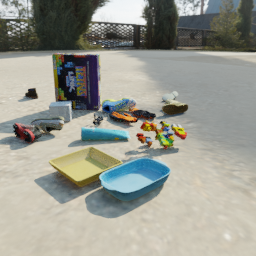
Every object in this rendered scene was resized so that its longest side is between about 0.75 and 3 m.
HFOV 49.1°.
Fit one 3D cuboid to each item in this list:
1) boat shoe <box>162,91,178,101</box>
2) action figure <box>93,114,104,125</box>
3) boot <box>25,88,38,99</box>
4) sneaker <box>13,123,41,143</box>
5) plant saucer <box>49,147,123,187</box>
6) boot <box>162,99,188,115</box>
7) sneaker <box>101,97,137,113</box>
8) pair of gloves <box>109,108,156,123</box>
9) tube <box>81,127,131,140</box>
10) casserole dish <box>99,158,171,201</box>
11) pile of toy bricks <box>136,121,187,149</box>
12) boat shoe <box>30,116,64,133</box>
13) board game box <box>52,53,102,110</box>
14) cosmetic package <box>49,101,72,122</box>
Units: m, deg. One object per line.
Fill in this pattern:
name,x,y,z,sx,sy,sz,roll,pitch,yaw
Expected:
boat shoe,2.310,-1.708,15.687,1.244,0.453,0.384,-26,-12,-38
action figure,-1.254,-0.393,11.874,0.466,0.400,0.784,6,23,1
boot,-5.593,-2.088,16.200,1.246,0.604,0.465,17,26,38
sneaker,-3.693,0.122,10.305,1.419,0.501,0.693,20,29,39
plant saucer,-1.186,1.094,7.838,1.532,0.371,1.532,-18,27,-40
boot,2.024,-1.058,13.503,1.427,0.519,1.109,-9,22,-26
sneaker,-0.468,-0.996,13.372,1.714,0.649,0.900,-3,31,12
pair of gloves,0.209,-0.555,12.571,1.917,0.237,1.708,-12,22,-37
tube,-0.819,0.215,10.243,1.787,0.450,0.692,2,28,-9
casserole dish,0.206,1.313,7.216,2.009,0.390,1.217,-18,27,-38
pile of toy bricks,1.169,0.358,9.434,1.734,0.962,0.856,7,40,-32
boat shoe,-3.141,-0.086,10.753,1.442,0.493,0.539,-9,-23,19
board game box,-2.448,-2.255,13.652,2.195,2.656,0.753,2,19,7
cosmetic package,-2.934,-0.718,12.247,0.893,0.736,0.737,-2,19,-5
